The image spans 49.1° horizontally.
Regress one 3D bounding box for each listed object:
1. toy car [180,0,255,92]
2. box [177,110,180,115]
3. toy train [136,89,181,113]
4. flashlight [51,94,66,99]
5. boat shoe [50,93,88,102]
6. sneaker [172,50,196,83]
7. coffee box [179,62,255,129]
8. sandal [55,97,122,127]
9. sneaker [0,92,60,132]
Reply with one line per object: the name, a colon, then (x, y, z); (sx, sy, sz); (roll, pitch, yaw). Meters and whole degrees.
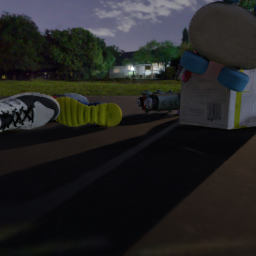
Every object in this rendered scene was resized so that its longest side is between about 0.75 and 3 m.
toy car: (2.899, -2.566, 7.819); (2.191, 2.283, 2.477); (27, 26, 12)
box: (2.611, -0.736, 13.289); (0.525, 0.150, 0.767); (1, 8, 10)
toy train: (1.801, -1.305, 13.770); (2.715, 1.157, 1.547); (-4, 10, -28)
flashlight: (-3.572, -0.665, 10.367); (2.895, 0.984, 0.980); (-13, 9, -41)
boat shoe: (-3.335, -1.177, 13.289); (2.781, 0.984, 1.262); (-5, 13, -16)
sneaker: (1.725, -1.875, 8.446); (0.548, 1.253, 0.462); (10, -29, 44)
coffee box: (3.097, -1.087, 9.144); (1.967, 1.989, 1.986); (-5, 10, -34)
sandal: (-1.388, -0.502, 9.248); (2.396, 0.952, 1.043); (9, 7, 0)
sneaker: (-3.297, -0.244, 7.515); (2.985, 1.129, 1.309); (-6, 25, -20)
